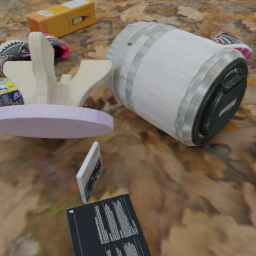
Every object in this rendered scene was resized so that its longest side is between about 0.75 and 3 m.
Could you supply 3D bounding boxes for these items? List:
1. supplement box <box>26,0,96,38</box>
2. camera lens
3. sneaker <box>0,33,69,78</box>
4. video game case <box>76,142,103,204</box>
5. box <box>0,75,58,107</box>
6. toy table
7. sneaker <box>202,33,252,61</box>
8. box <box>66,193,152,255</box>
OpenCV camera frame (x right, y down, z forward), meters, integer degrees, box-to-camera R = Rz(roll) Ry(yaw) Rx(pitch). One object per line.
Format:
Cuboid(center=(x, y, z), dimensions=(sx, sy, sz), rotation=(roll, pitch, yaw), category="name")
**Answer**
Cuboid(center=(-2.554, -4.342, 11.177), dimensions=(0.945, 0.914, 2.748), rotation=(31, 50, 32), category="supplement box")
Cuboid(center=(1.107, -1.087, 6.611), dimensions=(2.823, 2.258, 2.258), rotation=(34, 52, 31), category="camera lens")
Cuboid(center=(-3.049, -2.309, 8.868), dimensions=(0.959, 1.035, 2.568), rotation=(31, 50, 27), category="sneaker")
Cuboid(center=(-0.735, 0.874, 5.520), dimensions=(0.107, 0.836, 0.920), rotation=(8, 43, 13), category="video game case")
Cuboid(center=(-2.871, -1.128, 7.855), dimensions=(1.768, 0.568, 0.619), rotation=(-20, 55, -21), category="box")
Cuboid(center=(-1.647, -0.718, 6.120), dimensions=(2.702, 2.484, 1.582), rotation=(3, 75, -5), category="toy table")
Cuboid(center=(2.972, -2.740, 9.513), dimensions=(2.254, 0.831, 0.986), rotation=(4, 42, -2), category="sneaker")
Cuboid(center=(-0.290, 1.976, 4.470), dimensions=(1.134, 0.634, 1.607), rotation=(-9, 44, -15), category="box")
